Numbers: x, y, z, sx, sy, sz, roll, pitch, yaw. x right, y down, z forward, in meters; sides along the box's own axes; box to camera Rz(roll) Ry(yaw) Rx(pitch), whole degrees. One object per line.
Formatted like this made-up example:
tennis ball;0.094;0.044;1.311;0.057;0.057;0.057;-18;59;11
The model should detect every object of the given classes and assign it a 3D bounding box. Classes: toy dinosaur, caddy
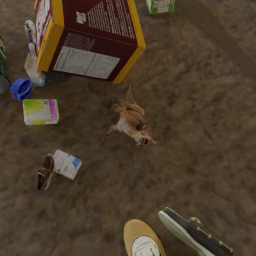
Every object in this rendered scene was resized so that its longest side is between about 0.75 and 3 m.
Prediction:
toy dinosaur;0.195;-0.252;8.902;1.607;1.018;2.371;14;49;-4
caddy;-3.594;-1.316;9.530;0.439;0.592;0.837;13;48;13

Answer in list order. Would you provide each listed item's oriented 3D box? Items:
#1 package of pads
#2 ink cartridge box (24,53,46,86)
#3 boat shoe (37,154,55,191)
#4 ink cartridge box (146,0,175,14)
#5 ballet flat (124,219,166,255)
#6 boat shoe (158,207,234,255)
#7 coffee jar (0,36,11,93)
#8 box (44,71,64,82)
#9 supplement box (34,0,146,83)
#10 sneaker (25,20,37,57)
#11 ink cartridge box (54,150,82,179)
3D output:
package of pads;-2.839;-0.516;9.159;1.074;0.366;0.830;-3;62;-23
ink cartridge box;-3.147;-1.989;9.620;0.362;1.085;0.628;5;65;2
boat shoe;-2.429;1.303;8.152;0.393;0.392;1.090;18;92;13
ink cartridge box;1.745;-5.579;11.558;1.958;0.742;1.447;-8;64;-6
ballet flat;0.672;3.589;7.030;0.956;0.878;2.786;-21;66;-11
boat shoe;1.804;2.826;7.498;2.181;0.778;0.657;39;67;10
coffee jar;-4.820;-2.422;9.762;0.999;1.221;2.341;-17;65;-5
box;-2.647;-2.327;9.819;0.628;1.014;0.997;-7;64;-4
supplement box;-1.363;-3.362;9.189;2.902;1.927;2.863;5;60;-29
sneaker;-3.271;-3.393;10.571;0.975;0.638;1.697;-14;70;-7
ink cartridge box;-1.916;1.109;8.525;0.814;0.343;0.594;23;68;12
